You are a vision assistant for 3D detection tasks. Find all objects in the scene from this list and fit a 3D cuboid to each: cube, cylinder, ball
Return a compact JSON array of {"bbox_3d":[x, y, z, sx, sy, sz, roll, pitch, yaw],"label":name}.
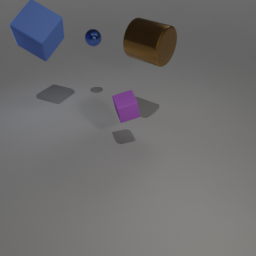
[{"bbox_3d":[-3.496,-3.785,10.986,1.400,1.400,1.400,30,72,-1],"label":"cube"},{"bbox_3d":[-0.058,-0.719,9.361,0.700,0.700,0.700,-18,49,-4],"label":"cube"},{"bbox_3d":[0.782,-3.014,9.846,1.400,1.400,1.400,26,41,27],"label":"cylinder"},{"bbox_3d":[-1.467,-3.803,11.808,0.700,0.700,0.700,0,33,0],"label":"ball"}]
